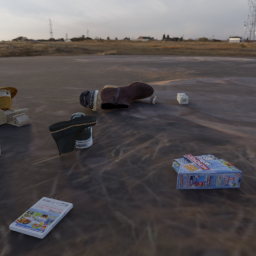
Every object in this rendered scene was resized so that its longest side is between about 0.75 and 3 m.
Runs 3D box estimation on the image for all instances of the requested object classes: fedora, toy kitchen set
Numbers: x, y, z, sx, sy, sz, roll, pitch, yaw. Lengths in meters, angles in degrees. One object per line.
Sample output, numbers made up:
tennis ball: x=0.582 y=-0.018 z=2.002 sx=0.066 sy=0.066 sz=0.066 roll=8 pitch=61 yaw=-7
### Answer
fedora: x=-5.579 y=-1.016 z=11.936 sx=2.107 sy=0.859 sz=2.107 roll=-24 pitch=-1 yaw=-1
toy kitchen set: x=-4.665 y=-0.905 z=11.132 sx=1.334 sy=1.475 sz=1.635 roll=12 pitch=21 yaw=29

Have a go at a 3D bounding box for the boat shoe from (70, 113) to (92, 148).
boat shoe: x=-1.647 y=-0.105 z=9.793 sx=0.874 sy=0.787 sz=2.472 roll=-5 pitch=19 yaw=-15

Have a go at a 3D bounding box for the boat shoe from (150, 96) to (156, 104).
boat shoe: x=1.315 y=-1.469 z=14.656 sx=0.280 sy=0.310 sz=0.863 roll=8 pitch=25 yaw=9

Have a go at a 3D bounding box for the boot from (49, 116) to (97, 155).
boot: x=-1.496 y=0.218 z=8.181 sx=1.377 sy=0.952 sz=0.533 roll=-11 pitch=21 yaw=3

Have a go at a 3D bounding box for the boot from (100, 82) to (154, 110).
boot: x=0.020 y=-1.480 z=14.144 sx=2.862 sy=1.035 sz=2.381 roll=0 pitch=30 yaw=-4

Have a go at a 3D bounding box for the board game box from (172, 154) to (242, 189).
board game box: x=1.717 y=1.040 z=6.913 sx=1.455 sy=0.449 sz=1.456 roll=-5 pitch=19 yaw=-16

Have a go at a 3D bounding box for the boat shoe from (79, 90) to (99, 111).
boat shoe: x=-1.810 y=-1.298 z=12.684 sx=0.808 sy=0.897 sz=2.494 roll=9 pitch=4 yaw=-14

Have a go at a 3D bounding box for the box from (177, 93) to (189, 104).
box: x=2.894 y=-1.567 z=14.835 sx=0.441 sy=0.367 sz=1.073 roll=0 pitch=19 yaw=-1

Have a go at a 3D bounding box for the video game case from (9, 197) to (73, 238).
video game case: x=-1.660 y=1.715 z=5.469 sx=0.734 sy=0.092 sz=1.024 roll=7 pitch=20 yaw=19
